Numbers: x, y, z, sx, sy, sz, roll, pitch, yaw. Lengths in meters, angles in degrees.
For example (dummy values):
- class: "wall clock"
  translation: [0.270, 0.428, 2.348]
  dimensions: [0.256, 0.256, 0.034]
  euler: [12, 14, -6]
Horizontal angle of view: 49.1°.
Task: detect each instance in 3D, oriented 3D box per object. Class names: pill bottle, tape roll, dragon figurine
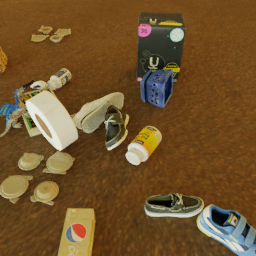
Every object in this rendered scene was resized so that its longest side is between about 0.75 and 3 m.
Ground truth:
- class: "pill bottle"
  translation: [-3.391, -2.376, 13.761]
  dimensions: [0.663, 0.663, 1.194]
  euler: [19, 45, 19]
- class: "pill bottle"
  translation: [0.562, 0.650, 10.319]
  dimensions: [0.828, 0.828, 1.516]
  euler: [22, 47, 23]
- class: "tape roll"
  translation: [-2.783, -0.261, 10.242]
  dimensions: [0.763, 2.182, 2.182]
  euler: [-36, 53, -24]
- class: "dragon figurine"
  translation: [-4.840, -0.587, 11.629]
  dimensions: [1.177, 0.697, 2.367]
  euler: [23, 72, 31]

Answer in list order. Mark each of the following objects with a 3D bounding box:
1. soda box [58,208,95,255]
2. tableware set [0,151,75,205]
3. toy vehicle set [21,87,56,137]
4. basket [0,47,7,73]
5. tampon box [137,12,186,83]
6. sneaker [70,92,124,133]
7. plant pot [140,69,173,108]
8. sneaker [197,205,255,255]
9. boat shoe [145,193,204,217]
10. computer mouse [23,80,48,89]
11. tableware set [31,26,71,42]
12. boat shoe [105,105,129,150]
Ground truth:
- class: "soda box"
  translation: [-1.397, 3.340, 7.454]
  dimensions: [0.782, 0.739, 2.310]
  euler: [1, 42, 1]
- class: "tableware set"
  translation: [-3.110, 1.625, 9.686]
  dimensions: [2.023, 0.281, 2.422]
  euler: [8, 44, 9]
- class: "toy vehicle set"
  translation: [-3.809, -0.803, 12.274]
  dimensions: [1.652, 0.353, 2.659]
  euler: [-20, 46, -21]
- class: "basket"
  translation: [-7.838, -3.355, 14.731]
  dimensions: [2.588, 1.928, 1.847]
  euler: [-9, 76, -10]
- class: "tampon box"
  translation: [1.541, -3.953, 13.849]
  dimensions: [2.141, 2.857, 1.803]
  euler: [2, 42, 2]
- class: "sneaker"
  translation: [-1.251, -0.861, 11.945]
  dimensions: [1.067, 1.013, 2.651]
  euler: [23, 45, 36]
- class: "plant pot"
  translation: [1.294, -1.876, 12.783]
  dimensions: [1.197, 1.331, 1.331]
  euler: [12, 44, 21]
- class: "sneaker"
  translation: [3.050, 2.901, 7.809]
  dimensions: [2.235, 0.919, 0.826]
  euler: [22, 45, 21]
- class: "boat shoe"
  translation: [1.453, 2.349, 8.640]
  dimensions: [1.868, 0.595, 0.661]
  euler: [-5, 43, -5]
- class: "computer mouse"
  translation: [-4.403, -2.119, 13.464]
  dimensions: [1.372, 0.301, 0.752]
  euler: [7, 29, 29]
- class: "tableware set"
  translation: [-4.942, -6.060, 18.079]
  dimensions: [2.435, 0.283, 2.034]
  euler: [6, 43, 6]
- class: "boat shoe"
  translation: [-0.576, -0.060, 10.542]
  dimensions: [0.962, 0.906, 2.679]
  euler: [-34, 21, 18]
